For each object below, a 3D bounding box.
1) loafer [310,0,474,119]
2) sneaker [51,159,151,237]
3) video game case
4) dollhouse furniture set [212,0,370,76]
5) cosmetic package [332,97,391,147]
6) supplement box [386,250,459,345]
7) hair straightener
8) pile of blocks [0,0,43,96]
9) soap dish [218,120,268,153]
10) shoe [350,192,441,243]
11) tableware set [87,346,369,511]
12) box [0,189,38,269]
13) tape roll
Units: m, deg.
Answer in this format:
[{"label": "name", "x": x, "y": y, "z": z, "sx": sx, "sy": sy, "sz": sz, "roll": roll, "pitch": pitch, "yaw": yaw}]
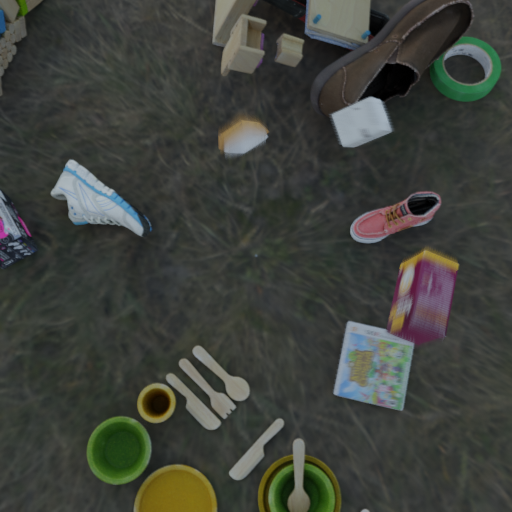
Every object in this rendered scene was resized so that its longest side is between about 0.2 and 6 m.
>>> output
[{"label": "loafer", "x": 2.656, "y": -3.444, "z": 10.134, "sx": 3.426, "sy": 1.251, "sz": 1.216, "roll": -38, "pitch": 54, "yaw": 0}, {"label": "sneaker", "x": -2.728, "y": -0.788, "z": 9.752, "sx": 2.042, "sy": 0.765, "sz": 0.885, "roll": 34, "pitch": 82, "yaw": 19}, {"label": "video game case", "x": 1.932, "y": 1.785, "z": 9.139, "sx": 1.114, "sy": 0.135, "sz": 1.223, "roll": 12, "pitch": 78, "yaw": 4}, {"label": "dollhouse furniture set", "x": 0.797, "y": -4.294, "z": 10.587, "sx": 2.839, "sy": 1.853, "sz": 2.681, "roll": 7, "pitch": 78, "yaw": -19}, {"label": "cosmetic package", "x": 1.676, "y": -2.101, "z": 8.866, "sx": 0.681, "sy": 0.562, "sz": 0.561, "roll": -20, "pitch": 90, "yaw": 30}, {"label": "supplement box", "x": 2.249, "y": 0.577, "z": 7.610, "sx": 0.554, "sy": 0.703, "sz": 1.074, "roll": 21, "pitch": 68, "yaw": -9}, {"label": "hair straightener", "x": 1.110, "y": -5.177, "z": 11.181, "sx": 3.420, "sy": 0.700, "sz": 1.316, "roll": 28, "pitch": 74, "yaw": 13}, {"label": "pile of blocks", "x": -5.104, "y": -4.407, "z": 10.472, "sx": 1.043, "sy": 1.378, "sz": 3.357, "roll": 13, "pitch": 73, "yaw": 4}, {"label": "soap dish", "x": -0.215, "y": -1.905, "z": 8.955, "sx": 0.595, "sy": 0.756, "sz": 0.307, "roll": -28, "pitch": 86, "yaw": 27}, {"label": "shoe", "x": 2.396, "y": -0.696, "z": 9.663, "sx": 1.540, "sy": 0.701, "sz": 0.550, "roll": -16, "pitch": 73, "yaw": -5}, {"label": "tableware set", "x": -0.490, "y": 3.496, "z": 8.408, "sx": 4.042, "sy": 0.620, "sz": 2.723, "roll": 43, "pitch": 78, "yaw": 12}, {"label": "box", "x": -4.433, "y": -0.526, "z": 9.550, "sx": 0.709, "sy": 0.816, "sz": 1.235, "roll": -32, "pitch": 75, "yaw": -9}, {"label": "tape roll", "x": 4.016, "y": -3.594, "z": 10.775, "sx": 1.269, "sy": 0.305, "sz": 1.269, "roll": 0, "pitch": 73, "yaw": 0}]
